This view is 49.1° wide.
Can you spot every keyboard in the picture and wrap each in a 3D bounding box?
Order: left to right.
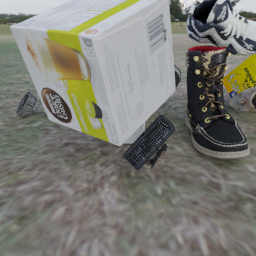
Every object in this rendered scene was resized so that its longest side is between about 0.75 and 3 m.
[{"bbox_3d":[0.466,0.296,5.147,1.105,0.575,0.219,-47,-2,-9],"label":"keyboard"}]

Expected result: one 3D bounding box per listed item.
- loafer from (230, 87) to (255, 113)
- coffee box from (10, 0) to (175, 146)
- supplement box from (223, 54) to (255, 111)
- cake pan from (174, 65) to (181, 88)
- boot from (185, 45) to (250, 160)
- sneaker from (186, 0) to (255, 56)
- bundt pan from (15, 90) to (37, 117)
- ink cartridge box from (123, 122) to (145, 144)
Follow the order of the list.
[{"bbox_3d":[3.702,-0.813,7.746,0.653,0.746,2.076,-2,2,-37],"label":"loafer"},{"bbox_3d":[-0.491,-1.208,5.195,1.953,1.971,1.974,18,47,33],"label":"coffee box"},{"bbox_3d":[4.233,-1.639,8.520,1.228,1.236,2.257,-12,-19,-32],"label":"supplement box"},{"bbox_3d":[1.210,-1.616,9.297,1.158,1.158,0.212,-1,44,-2],"label":"cake pan"},{"bbox_3d":[1.982,-0.727,6.586,1.059,2.180,2.895,-5,22,2],"label":"boot"},{"bbox_3d":[2.371,-2.419,6.526,2.171,0.866,1.413,26,4,20],"label":"sneaker"},{"bbox_3d":[-3.091,-0.709,8.605,0.323,0.860,0.860,31,6,-31],"label":"bundt pan"},{"bbox_3d":[0.083,-0.640,7.589,0.781,1.335,2.301,1,22,3],"label":"ink cartridge box"}]
